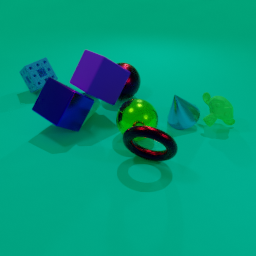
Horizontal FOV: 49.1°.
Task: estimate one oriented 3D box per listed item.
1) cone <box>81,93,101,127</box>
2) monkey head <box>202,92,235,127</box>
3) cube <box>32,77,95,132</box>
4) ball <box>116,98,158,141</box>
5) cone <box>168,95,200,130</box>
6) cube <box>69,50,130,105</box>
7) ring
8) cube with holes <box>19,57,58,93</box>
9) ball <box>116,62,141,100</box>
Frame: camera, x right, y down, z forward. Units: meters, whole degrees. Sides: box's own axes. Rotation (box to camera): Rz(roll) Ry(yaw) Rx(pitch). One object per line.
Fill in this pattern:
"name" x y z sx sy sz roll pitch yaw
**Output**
"cone" -1.418 -0.422 8.783 0.984 0.984 0.988 3 60 5
"monkey head" 2.657 -0.475 8.380 1.320 0.950 0.795 46 10 2
"cube" -1.845 -0.658 8.073 1.076 1.076 1.076 30 3 25
"ball" 0.256 -0.232 7.859 1.187 1.187 1.187 0 34 0
"cone" 1.524 -0.657 8.299 1.021 1.025 1.021 -15 50 18
"cube" -0.838 -1.494 8.300 1.111 1.111 1.111 22 8 -43
"ring" 0.523 0.396 6.802 1.376 1.376 0.275 11 59 16
"cube with holes" -3.294 -1.936 10.306 0.872 0.872 0.872 -34 14 -31
"ball" -0.201 -1.651 9.902 1.301 1.301 1.301 0 34 0
